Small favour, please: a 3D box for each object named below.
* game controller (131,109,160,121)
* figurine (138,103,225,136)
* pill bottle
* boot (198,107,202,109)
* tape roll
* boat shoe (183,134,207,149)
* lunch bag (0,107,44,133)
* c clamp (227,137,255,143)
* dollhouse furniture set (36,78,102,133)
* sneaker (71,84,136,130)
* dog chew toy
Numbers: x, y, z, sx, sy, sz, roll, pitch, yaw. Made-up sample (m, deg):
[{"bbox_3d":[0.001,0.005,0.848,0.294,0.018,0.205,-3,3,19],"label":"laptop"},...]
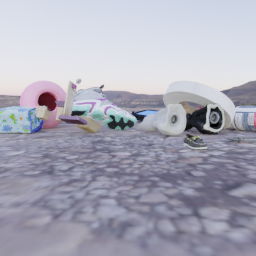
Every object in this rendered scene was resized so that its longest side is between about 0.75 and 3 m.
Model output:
[{"bbox_3d":[1.071,-0.667,14.244,1.310,0.529,2.510,-25,17,-21],"label":"game controller"},{"bbox_3d":[1.550,-0.187,8.868,2.123,0.914,2.071,-2,-3,-19],"label":"figurine"},{"bbox_3d":[4.068,-0.333,9.598,0.863,0.863,1.443,-3,6,-33],"label":"pill bottle"},{"bbox_3d":[2.965,-0.547,12.504,1.158,0.836,0.419,1,5,20],"label":"boot"},{"bbox_3d":[2.383,-0.723,9.520,2.450,0.448,2.450,25,-16,8],"label":"tape roll"},{"bbox_3d":[1.385,0.280,5.839,0.295,0.249,0.827,-1,5,-14],"label":"boat shoe"},{"bbox_3d":[-3.459,-0.300,9.085,1.200,0.899,1.411,0,14,0],"label":"lunch bag"},{"bbox_3d":[2.953,0.271,6.605,1.089,0.148,0.931,1,5,8],"label":"c clamp"},{"bbox_3d":[-1.607,-0.670,8.527,1.433,1.283,1.808,4,-13,19],"label":"dollhouse furniture set"},{"bbox_3d":[-0.798,-0.866,9.691,2.310,1.616,0.898,13,-40,-12],"label":"sneaker"},{"bbox_3d":[-3.493,-0.855,11.366,1.830,1.830,2.938,-2,-2,-26],"label":"dog chew toy"}]
